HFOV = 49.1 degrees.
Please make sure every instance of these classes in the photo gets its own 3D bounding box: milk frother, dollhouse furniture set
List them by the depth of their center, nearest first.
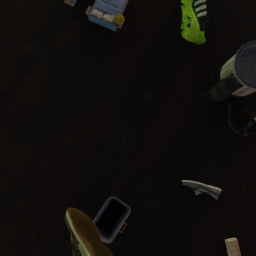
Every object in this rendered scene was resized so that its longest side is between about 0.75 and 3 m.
[{"bbox_3d":[4.275,-1.219,9.965,2.672,2.514,2.412,37,87,3],"label":"milk frother"},{"bbox_3d":[-0.963,-5.610,10.723,2.726,1.779,2.574,25,86,2],"label":"dollhouse furniture set"}]

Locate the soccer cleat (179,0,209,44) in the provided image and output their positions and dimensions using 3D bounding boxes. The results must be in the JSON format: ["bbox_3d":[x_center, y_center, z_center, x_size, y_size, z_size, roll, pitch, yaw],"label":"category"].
[{"bbox_3d":[2.712,-4.665,11.145,1.168,0.973,2.882,19,72,-32],"label":"soccer cleat"}]

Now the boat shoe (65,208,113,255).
[{"bbox_3d":[-1.120,3.153,7.338,0.800,0.904,2.468,-55,45,10],"label":"boat shoe"}]

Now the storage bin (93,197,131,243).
[{"bbox_3d":[-0.562,3.295,10.316,1.100,1.015,1.511,33,87,3],"label":"storage bin"}]

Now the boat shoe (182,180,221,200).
[{"bbox_3d":[2.773,2.340,10.637,1.531,0.557,0.473,16,81,-4],"label":"boat shoe"}]

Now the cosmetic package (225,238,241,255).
[{"bbox_3d":[3.980,4.610,10.565,0.423,0.286,0.804,-13,85,-1],"label":"cosmetic package"}]
